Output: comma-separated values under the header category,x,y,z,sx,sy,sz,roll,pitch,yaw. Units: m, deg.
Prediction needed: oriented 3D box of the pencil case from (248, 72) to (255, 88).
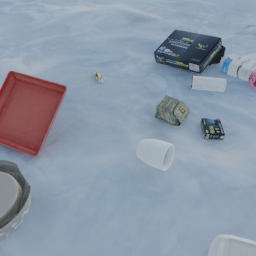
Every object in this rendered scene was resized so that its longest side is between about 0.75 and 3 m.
category,x,y,z,sx,sy,sz,roll,pitch,yaw
pencil case,6.598,-2.442,13.381,1.789,0.740,0.774,-19,62,-20

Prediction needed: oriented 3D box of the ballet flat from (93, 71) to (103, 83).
category,x,y,z,sx,sy,sz,roll,pitch,yaw
ballet flat,-1.464,-2.618,13.898,0.411,0.348,1.088,-18,44,-18

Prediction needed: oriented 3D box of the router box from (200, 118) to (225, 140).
category,x,y,z,sx,sy,sz,roll,pitch,yaw
router box,3.273,0.025,10.893,0.730,0.303,0.975,1,41,1

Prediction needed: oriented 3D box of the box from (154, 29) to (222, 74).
category,x,y,z,sx,sy,sz,roll,pitch,yaw
box,3.118,-4.084,14.705,2.820,0.719,2.224,26,62,33

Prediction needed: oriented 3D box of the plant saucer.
category,x,y,z,sx,sy,sz,roll,pitch,yaw
plant saucer,-3.848,-0.570,10.553,2.782,0.512,2.787,17,79,19

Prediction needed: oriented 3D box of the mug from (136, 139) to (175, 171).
category,x,y,z,sx,sy,sz,roll,pitch,yaw
mug,0.973,0.823,9.637,1.100,0.926,1.255,17,13,29

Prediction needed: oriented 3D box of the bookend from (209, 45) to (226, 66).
category,x,y,z,sx,sy,sz,roll,pitch,yaw
bookend,4.822,-4.131,15.394,1.426,0.661,1.435,-11,43,-12

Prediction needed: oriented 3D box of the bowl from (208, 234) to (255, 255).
category,x,y,z,sx,sy,sz,roll,pitch,yaw
bowl,2.827,3.448,6.702,1.813,0.677,1.810,12,42,16

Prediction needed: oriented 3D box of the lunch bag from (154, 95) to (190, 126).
category,x,y,z,sx,sy,sz,roll,pitch,yaw
lunch bag,1.850,-0.682,11.414,1.219,0.717,1.000,25,46,18

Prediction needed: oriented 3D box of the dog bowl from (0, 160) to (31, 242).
category,x,y,z,sx,sy,sz,roll,pitch,yaw
dog bowl,-4.096,2.163,8.070,2.699,0.791,2.699,0,41,0

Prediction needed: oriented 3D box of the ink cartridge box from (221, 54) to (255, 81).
category,x,y,z,sx,sy,sz,roll,pitch,yaw
ink cartridge box,5.715,-3.072,14.181,1.545,0.647,1.121,29,49,29

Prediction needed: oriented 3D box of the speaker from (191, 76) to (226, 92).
category,x,y,z,sx,sy,sz,roll,pitch,yaw
speaker,3.748,-2.050,13.034,1.546,0.628,0.628,6,41,8
